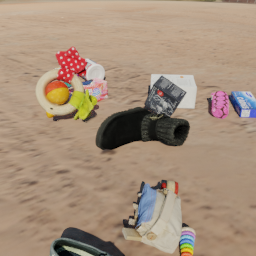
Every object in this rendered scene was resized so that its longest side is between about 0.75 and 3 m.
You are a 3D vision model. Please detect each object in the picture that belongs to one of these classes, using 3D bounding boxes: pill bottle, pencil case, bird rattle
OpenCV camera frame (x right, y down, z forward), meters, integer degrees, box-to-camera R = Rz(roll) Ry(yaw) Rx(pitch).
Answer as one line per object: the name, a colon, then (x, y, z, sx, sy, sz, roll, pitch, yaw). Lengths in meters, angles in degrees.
pill bottle: (-1.927, -2.867, 13.810, 0.986, 0.986, 1.648, -17, 35, -27)
pencil case: (3.540, -0.922, 10.867, 0.664, 0.643, 1.417, 27, 33, -2)
bird rattle: (-2.177, -1.416, 9.756, 2.081, 2.552, 1.438, -22, 4, -13)

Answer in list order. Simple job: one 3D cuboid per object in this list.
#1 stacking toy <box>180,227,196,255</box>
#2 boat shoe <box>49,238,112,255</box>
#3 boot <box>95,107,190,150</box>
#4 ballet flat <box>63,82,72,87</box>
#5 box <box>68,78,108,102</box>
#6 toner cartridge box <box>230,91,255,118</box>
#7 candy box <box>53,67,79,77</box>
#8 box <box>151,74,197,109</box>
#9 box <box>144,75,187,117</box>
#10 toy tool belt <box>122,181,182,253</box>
stacking toy: (1.174, 2.386, 5.538, 0.343, 0.343, 0.804, 5, 35, 8)
boat shoe: (-0.488, 2.557, 4.863, 2.185, 0.675, 0.796, 15, 33, 23)
boot: (0.518, 0.137, 8.653, 1.997, 1.005, 2.672, 23, 37, 34)
ballet flat: (-2.870, -1.596, 11.966, 0.781, 0.781, 2.248, 14, 33, 22)
box: (-1.651, -1.476, 11.626, 0.735, 0.797, 1.553, 26, 40, 36)
toner cartridge box: (4.679, -0.966, 11.171, 0.805, 0.366, 1.695, 2, 30, 4)
candy box: (-3.162, -2.824, 14.336, 0.825, 0.369, 1.209, -23, 37, -33)
box: (1.822, -1.528, 11.542, 1.794, 0.954, 1.366, 3, 31, 5)
box: (1.305, -1.049, 9.959, 1.081, 1.187, 0.618, 35, 56, 8)
toy tool belt: (0.522, 1.691, 5.944, 1.111, 1.129, 1.808, 11, 30, 2)
